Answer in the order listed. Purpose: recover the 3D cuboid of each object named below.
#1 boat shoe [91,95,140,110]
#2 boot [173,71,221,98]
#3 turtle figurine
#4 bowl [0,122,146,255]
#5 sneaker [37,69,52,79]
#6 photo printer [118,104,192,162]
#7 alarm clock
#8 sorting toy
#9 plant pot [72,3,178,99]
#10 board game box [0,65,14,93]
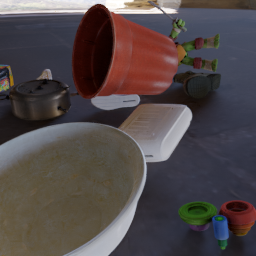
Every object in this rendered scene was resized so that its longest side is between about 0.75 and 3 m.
[{"bbox_3d":[-0.413,-0.875,8.890,1.534,0.553,0.544,1,13,-11],"label":"boat shoe"},{"bbox_3d":[2.239,-1.646,10.181,1.485,0.770,2.273,17,25,39],"label":"boot"},{"bbox_3d":[2.082,-3.097,11.020,2.865,2.955,2.126,4,58,12],"label":"turtle figurine"},{"bbox_3d":[-1.012,1.117,4.041,2.698,1.213,2.698,-6,33,4],"label":"bowl"},{"bbox_3d":[-3.161,-1.721,10.253,0.741,0.637,1.749,-6,30,-17],"label":"sneaker"},{"bbox_3d":[0.491,0.099,6.273,1.412,0.589,1.697,4,36,33],"label":"photo printer"},{"bbox_3d":[-2.961,-0.958,8.663,2.633,0.876,1.776,0,28,6],"label":"alarm clock"},{"bbox_3d":[1.425,1.513,4.407,1.197,0.492,0.720,-7,11,12],"label":"sorting toy"},{"bbox_3d":[-0.017,-2.002,8.172,2.431,2.499,2.499,1,23,-34],"label":"plant pot"},{"bbox_3d":[-6.008,-1.529,9.686,2.997,0.850,2.477,5,30,10],"label":"board game box"}]
